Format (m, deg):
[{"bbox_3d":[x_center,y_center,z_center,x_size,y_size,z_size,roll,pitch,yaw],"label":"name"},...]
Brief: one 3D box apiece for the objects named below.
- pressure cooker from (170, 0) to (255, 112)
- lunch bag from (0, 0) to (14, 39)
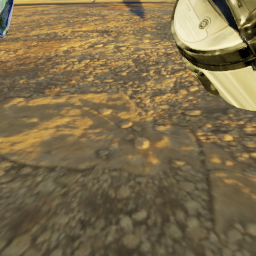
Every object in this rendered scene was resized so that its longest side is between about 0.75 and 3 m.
[{"bbox_3d":[2.049,-1.772,4.718,2.356,2.392,2.678,21,-6,46],"label":"pressure cooker"},{"bbox_3d":[-3.807,-3.210,6.709,1.816,2.135,1.361,32,71,-13],"label":"lunch bag"}]
